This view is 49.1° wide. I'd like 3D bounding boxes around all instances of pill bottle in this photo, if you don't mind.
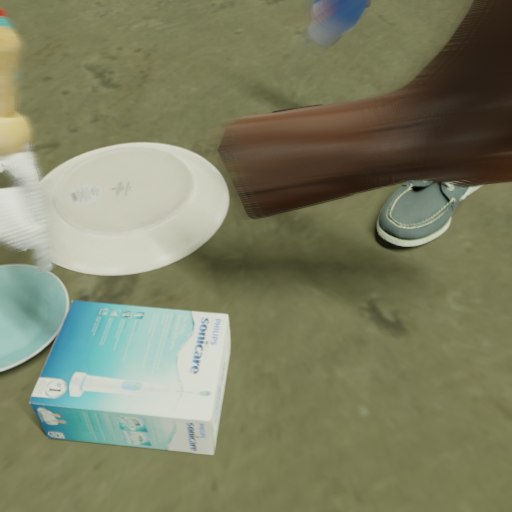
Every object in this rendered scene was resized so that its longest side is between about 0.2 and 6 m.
[{"bbox_3d":[0.937,-2.791,6.175,0.518,0.923,0.518,8,62,-16],"label":"pill bottle"}]

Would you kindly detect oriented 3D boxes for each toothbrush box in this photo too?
[{"bbox_3d":[-1.319,1.350,6.376,1.913,0.816,1.400,3,45,3],"label":"toothbrush box"}]

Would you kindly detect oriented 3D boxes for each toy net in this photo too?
[{"bbox_3d":[-2.877,-1.811,5.845,0.795,4.117,2.160,-10,2,-23],"label":"toy net"}]

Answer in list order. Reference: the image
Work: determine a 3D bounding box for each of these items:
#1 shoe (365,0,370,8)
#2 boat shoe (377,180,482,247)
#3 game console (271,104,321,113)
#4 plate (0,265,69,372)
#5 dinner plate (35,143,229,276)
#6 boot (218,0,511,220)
[{"bbox_3d":[1.510,-4.681,8.432,0.471,1.764,0.617,3,31,12],"label":"shoe"},{"bbox_3d":[2.884,-1.186,8.833,1.049,0.890,2.880,34,54,29],"label":"boat shoe"},{"bbox_3d":[0.852,-2.154,9.986,1.059,0.626,0.904,-12,46,-10],"label":"game console"},{"bbox_3d":[-3.355,0.833,7.312,1.823,0.233,1.823,-1,46,1],"label":"plate"},{"bbox_3d":[-2.093,-0.992,9.038,3.295,0.399,3.295,-1,45,1],"label":"dinner plate"},{"bbox_3d":[0.955,-1.469,5.475,3.287,3.064,1.056,-4,56,14],"label":"boot"}]
